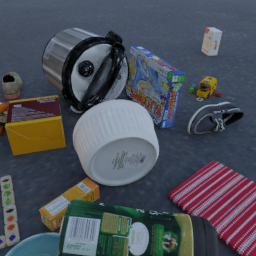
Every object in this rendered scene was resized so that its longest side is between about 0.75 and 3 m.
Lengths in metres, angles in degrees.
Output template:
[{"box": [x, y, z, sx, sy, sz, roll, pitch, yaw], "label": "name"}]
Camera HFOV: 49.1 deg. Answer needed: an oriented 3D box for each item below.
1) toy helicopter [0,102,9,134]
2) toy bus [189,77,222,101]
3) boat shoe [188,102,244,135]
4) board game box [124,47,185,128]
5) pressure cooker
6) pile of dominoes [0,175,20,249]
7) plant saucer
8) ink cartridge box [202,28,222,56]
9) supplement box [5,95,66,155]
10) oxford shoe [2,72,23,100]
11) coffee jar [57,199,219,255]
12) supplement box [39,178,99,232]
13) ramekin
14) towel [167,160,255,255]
[{"box": [-4.568, -0.586, 8.590, 2.228, 0.879, 1.474, 15, 10, -2], "label": "toy helicopter"}, {"box": [2.877, -1.515, 10.345, 1.030, 0.564, 1.091, -7, 34, -10], "label": "toy bus"}, {"box": [2.646, -0.263, 8.297, 2.142, 0.778, 0.672, -20, 35, -34], "label": "boat shoe"}, {"box": [0.731, -1.396, 9.046, 0.448, 1.759, 2.599, -8, 34, -26], "label": "board game box"}, {"box": [-1.325, -1.882, 9.251, 2.440, 2.403, 2.732, -25, 38, -27], "label": "pressure cooker"}, {"box": [-3.213, 1.689, 5.749, 1.652, 0.338, 2.120, -14, 36, -20], "label": "pile of dominoes"}, {"box": [-1.479, 2.433, 4.745, 1.642, 0.225, 1.642, 1, 33, 0], "label": "plant saucer"}, {"box": [4.167, -4.318, 13.994, 0.494, 1.185, 0.860, -5, 34, -13], "label": "ink cartridge box"}, {"box": [-2.577, -0.129, 7.923, 1.404, 0.945, 1.423, -9, 35, -13], "label": "supplement box"}, {"box": [-4.396, -1.813, 10.636, 0.687, 0.730, 1.951, -11, 35, -16], "label": "oxford shoe"}, {"box": [0.153, 1.844, 4.503, 2.384, 1.243, 1.017, 9, 58, -2], "label": "coffee jar"}, {"box": [-1.190, 1.574, 5.853, 1.247, 0.415, 0.429, -29, 44, -36], "label": "supplement box"}, {"box": [-0.222, 0.424, 6.288, 1.927, 1.927, 1.012, -9, 42, -12], "label": "ramekin"}, {"box": [2.269, 1.680, 5.832, 1.745, 0.271, 2.413, -26, 40, -31], "label": "towel"}]
